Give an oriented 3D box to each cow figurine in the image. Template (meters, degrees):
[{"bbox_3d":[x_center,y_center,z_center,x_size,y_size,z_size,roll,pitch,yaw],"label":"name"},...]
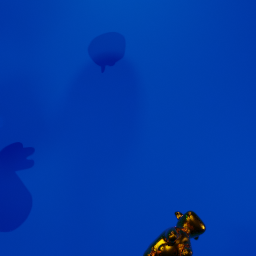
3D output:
[{"bbox_3d":[0.918,2.217,5.505,1.321,1.300,0.725,-41,78,5],"label":"cow figurine"}]

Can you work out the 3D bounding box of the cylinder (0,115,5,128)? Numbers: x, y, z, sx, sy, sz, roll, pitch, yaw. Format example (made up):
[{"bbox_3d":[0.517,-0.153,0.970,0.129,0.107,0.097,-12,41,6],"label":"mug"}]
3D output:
[{"bbox_3d":[-3.263,-0.319,5.408,1.223,1.223,1.223,-26,106,-6],"label":"cylinder"}]
